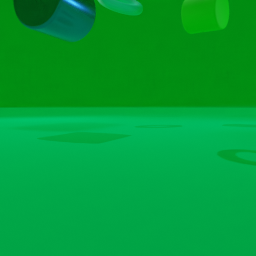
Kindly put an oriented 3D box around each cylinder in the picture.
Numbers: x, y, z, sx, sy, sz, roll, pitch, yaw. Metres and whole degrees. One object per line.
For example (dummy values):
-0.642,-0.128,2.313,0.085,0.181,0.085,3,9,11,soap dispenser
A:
-1.650,-2.808,6.468,1.352,1.352,1.352,2,5,25,cylinder
2.703,-4.017,9.790,1.247,1.247,1.247,6,7,39,cylinder

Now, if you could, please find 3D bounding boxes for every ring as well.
-0.260,-4.326,9.702,1.623,0.325,1.623,13,35,-9,ring
